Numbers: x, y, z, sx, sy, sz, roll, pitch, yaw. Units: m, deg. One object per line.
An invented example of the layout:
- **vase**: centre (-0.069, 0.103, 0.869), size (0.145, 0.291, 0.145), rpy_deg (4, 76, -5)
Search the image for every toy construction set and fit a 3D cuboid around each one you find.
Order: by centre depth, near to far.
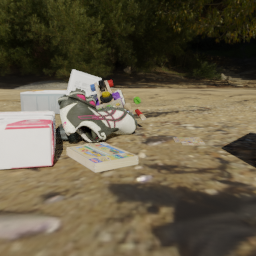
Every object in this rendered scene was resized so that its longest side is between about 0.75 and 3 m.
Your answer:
- **toy construction set**: centre (-0.353, -0.516, 8.747), size (2.016, 1.681, 1.549), rpy_deg (6, 21, -18)

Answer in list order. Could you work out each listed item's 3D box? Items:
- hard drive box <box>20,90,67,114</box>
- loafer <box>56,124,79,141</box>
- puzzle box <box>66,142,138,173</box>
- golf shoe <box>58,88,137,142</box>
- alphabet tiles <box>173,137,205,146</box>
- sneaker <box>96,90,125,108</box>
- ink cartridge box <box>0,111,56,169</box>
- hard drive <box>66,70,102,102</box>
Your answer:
- **hard drive box**: centre (-3.588, -1.299, 13.806), size (2.693, 1.034, 2.099), rpy_deg (0, 11, -2)
- **loafer**: centre (-1.659, -0.083, 8.022), size (0.611, 0.698, 1.943), rpy_deg (-6, 12, 1)
- **puzzle box**: centre (-0.567, 0.553, 5.685), size (0.940, 0.180, 1.412), rpy_deg (-7, 12, -33)
- **golf shoe**: centre (-0.741, -0.071, 7.439), size (0.989, 1.129, 2.562), rpy_deg (-26, -32, 38)
- **alphabet tiles**: centre (1.584, 0.342, 7.329), size (0.740, 0.033, 0.885), rpy_deg (1, 9, 3)
- **sneaker**: centre (-1.041, -1.359, 15.196), size (1.106, 1.069, 2.652), rpy_deg (-24, 12, -30)
- **ink cartridge box**: centre (-2.307, 0.166, 5.880), size (1.508, 0.878, 2.071), rpy_deg (-2, 11, -13)
- **hard drive**: centre (-1.572, -1.032, 9.458), size (1.064, 1.614, 0.215), rpy_deg (12, 4, -33)
